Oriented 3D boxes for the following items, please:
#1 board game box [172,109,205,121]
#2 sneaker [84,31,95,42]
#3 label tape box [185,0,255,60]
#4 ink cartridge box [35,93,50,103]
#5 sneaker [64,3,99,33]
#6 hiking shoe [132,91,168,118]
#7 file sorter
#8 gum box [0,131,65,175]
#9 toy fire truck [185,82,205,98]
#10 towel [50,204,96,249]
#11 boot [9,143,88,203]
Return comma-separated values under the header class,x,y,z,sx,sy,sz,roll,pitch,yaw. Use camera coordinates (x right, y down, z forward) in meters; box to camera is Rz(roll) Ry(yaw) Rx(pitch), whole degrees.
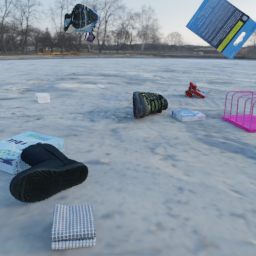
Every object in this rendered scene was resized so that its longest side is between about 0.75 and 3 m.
class,x,y,z,sx,sy,sz,roll,pitch,yaw
board game box,2.480,-0.537,11.570,1.022,0.222,1.017,-5,19,-15
sneaker,-1.544,-3.790,11.544,0.399,0.345,0.910,22,41,-20
label tape box,2.998,-3.284,9.013,1.852,1.327,0.612,38,22,3
ink cartridge box,-4.450,-1.578,14.628,0.605,0.347,1.032,-9,20,-26
sneaker,-1.569,-3.954,10.248,1.001,0.872,2.225,-4,14,-32
hiking shoe,0.981,-1.096,11.898,1.437,1.081,2.855,-1,17,9
file sorter,4.651,-0.705,10.521,1.311,1.183,1.886,-4,18,-11
gum box,-2.900,0.610,7.698,1.493,0.392,1.757,10,20,29
toy fire truck,3.831,-2.045,15.805,1.045,0.698,1.244,26,20,1
towel,-0.905,1.589,4.657,0.721,0.373,0.871,-3,18,-11
boot,-2.014,0.901,6.218,1.536,0.698,1.828,20,19,39
